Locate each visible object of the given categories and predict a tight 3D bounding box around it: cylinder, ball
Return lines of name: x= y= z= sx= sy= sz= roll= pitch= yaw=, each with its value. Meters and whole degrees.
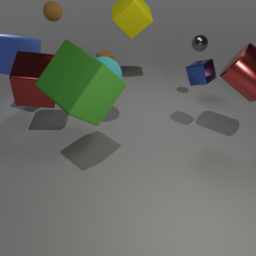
cylinder: x=4.058 y=-1.830 z=9.312 sx=1.400 sy=1.400 sz=1.400 roll=40 pitch=40 yaw=1
ball: x=-0.924 y=-1.964 z=10.537 sx=1.400 sy=1.400 sz=1.400 roll=0 pitch=32 yaw=0
ball: x=3.106 y=-3.659 z=12.112 sx=0.700 sy=0.700 sz=0.700 roll=0 pitch=32 yaw=0
ball: x=-2.734 y=-4.236 z=10.178 sx=0.700 sy=0.700 sz=0.700 roll=0 pitch=32 yaw=0

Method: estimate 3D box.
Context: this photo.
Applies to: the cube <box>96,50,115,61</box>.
cube: x=-1.183 y=-3.592 z=14.715 sx=0.700 sy=0.700 sz=0.700 roll=-26 pitch=50 yaw=-32

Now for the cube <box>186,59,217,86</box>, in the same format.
cube: x=2.568 y=-1.944 z=9.820 sx=0.700 sy=0.700 sz=0.700 roll=3 pitch=28 yaw=48

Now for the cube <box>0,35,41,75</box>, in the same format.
cube: x=-4.522 y=-2.937 z=11.268 sx=1.400 sy=1.400 sz=1.400 roll=14 pitch=21 yaw=21

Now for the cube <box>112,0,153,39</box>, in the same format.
cube: x=0.187 y=-5.579 z=13.717 sx=1.400 sy=1.400 sz=1.400 roll=-32 pitch=43 yaw=28

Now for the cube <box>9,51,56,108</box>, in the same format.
cube: x=-3.281 y=-1.710 z=10.020 sx=1.400 sy=1.400 sz=1.400 roll=3 pitch=51 yaw=-9

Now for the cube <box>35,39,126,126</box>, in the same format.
cube: x=-1.167 y=-1.106 z=7.182 sx=1.400 sy=1.400 sz=1.400 roll=38 pitch=5 yaw=24
